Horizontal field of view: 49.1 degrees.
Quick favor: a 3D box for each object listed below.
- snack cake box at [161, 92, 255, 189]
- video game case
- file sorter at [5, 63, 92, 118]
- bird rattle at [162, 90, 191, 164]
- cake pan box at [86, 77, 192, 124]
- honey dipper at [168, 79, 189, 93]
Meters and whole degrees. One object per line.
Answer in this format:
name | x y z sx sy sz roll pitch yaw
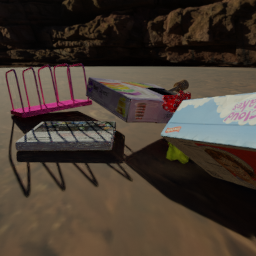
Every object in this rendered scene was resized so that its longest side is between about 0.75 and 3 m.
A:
snack cake box | 1.494 0.213 3.551 1.240 0.724 2.156 38 -11 -17
video game case | -1.335 0.155 6.710 2.033 0.237 1.848 -1 15 1
file sorter | -2.634 -1.302 9.198 2.298 1.441 1.597 -14 13 -31
bird rattle | 1.149 0.003 5.462 0.808 1.434 1.169 -31 -40 34
cake pan box | 0.418 -0.731 7.414 2.413 0.631 2.223 1 22 -33
honey dipper | 1.837 -1.617 12.411 0.514 0.514 2.705 12 28 38
